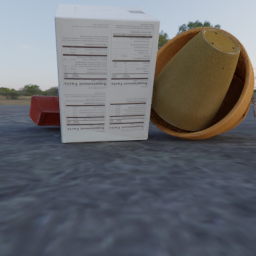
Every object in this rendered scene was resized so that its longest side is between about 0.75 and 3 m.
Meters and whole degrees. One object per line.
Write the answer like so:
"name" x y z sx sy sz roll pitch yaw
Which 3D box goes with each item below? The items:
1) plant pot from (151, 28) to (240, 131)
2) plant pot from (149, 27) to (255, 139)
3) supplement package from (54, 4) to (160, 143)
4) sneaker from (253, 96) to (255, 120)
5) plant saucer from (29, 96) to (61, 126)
"plant pot" 1.415 -1.051 5.556 1.538 1.538 1.650 -3 -38 -26
"plant pot" 1.793 -0.839 6.611 2.454 2.454 1.717 4 -9 37
"supplement package" -0.534 -1.199 5.937 1.818 2.414 1.832 -2 30 -11
"sneaker" 3.386 -0.964 6.147 0.808 2.150 1.236 11 18 40
"plant saucer" -1.708 -0.405 8.185 2.191 0.403 2.195 0 -10 -21
